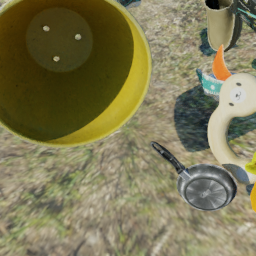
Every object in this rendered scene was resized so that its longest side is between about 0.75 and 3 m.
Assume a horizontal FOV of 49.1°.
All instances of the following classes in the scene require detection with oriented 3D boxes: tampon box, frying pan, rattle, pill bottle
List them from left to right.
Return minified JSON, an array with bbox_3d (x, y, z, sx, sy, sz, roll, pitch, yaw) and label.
[{"bbox_3d":[1.226,0.829,4.918,1.060,1.753,0.285,-23,21,26],"label":"frying pan"},{"bbox_3d":[1.760,-0.151,4.814,1.916,1.747,2.683,-22,89,-35],"label":"rattle"},{"bbox_3d":[2.591,-0.967,6.834,1.348,0.736,0.736,7,51,-6],"label":"pill bottle"},{"bbox_3d":[2.585,-2.291,5.083,0.761,1.205,0.903,-44,77,15],"label":"tampon box"}]

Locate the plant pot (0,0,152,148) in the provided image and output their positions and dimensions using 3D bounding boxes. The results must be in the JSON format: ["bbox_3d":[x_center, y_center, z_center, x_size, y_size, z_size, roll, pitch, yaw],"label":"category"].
[{"bbox_3d":[-1.166,-1.300,5.125,2.728,2.728,1.936,-13,39,-11],"label":"plant pot"}]

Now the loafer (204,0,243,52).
[{"bbox_3d":[2.496,-3.190,7.485,0.901,2.673,1.016,-30,48,-20],"label":"loafer"}]

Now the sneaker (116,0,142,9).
[{"bbox_3d":[0.057,-3.995,7.963,0.867,1.020,2.235,30,45,-5],"label":"sneaker"}]
